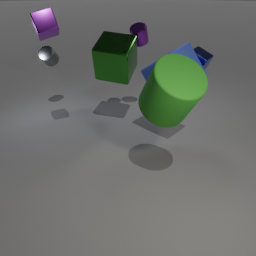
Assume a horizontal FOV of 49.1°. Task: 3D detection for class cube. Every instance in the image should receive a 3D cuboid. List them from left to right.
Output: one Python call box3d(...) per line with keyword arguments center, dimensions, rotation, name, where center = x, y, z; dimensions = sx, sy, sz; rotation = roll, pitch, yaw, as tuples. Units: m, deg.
box3d(center=(-2.723, -3.404, 9.221), dimensions=(0.700, 0.700, 0.700), rotation=(-22, 3, -13), name="cube")
box3d(center=(-0.477, -2.756, 10.994), dimensions=(1.400, 1.400, 1.400), rotation=(12, 50, 11), name="cube")
box3d(center=(1.601, -1.880, 9.771), dimensions=(1.400, 1.400, 1.400), rotation=(-37, 11, -29), name="cube")
box3d(center=(2.556, -2.447, 10.231), dimensions=(0.700, 0.700, 0.700), rotation=(38, 44, 15), name="cube")

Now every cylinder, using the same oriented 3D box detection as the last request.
box3d(center=(-3.532, -3.200, 12.504), dimensions=(0.700, 0.700, 0.700), rotation=(5, -9, 8), name="cylinder")
box3d(center=(0.461, -3.807, 11.429), dimensions=(0.700, 0.700, 0.700), rotation=(-6, 56, 9), name="cylinder")
box3d(center=(1.120, -0.935, 7.266), dimensions=(1.400, 1.400, 1.400), rotation=(7, 60, -12), name="cylinder")
